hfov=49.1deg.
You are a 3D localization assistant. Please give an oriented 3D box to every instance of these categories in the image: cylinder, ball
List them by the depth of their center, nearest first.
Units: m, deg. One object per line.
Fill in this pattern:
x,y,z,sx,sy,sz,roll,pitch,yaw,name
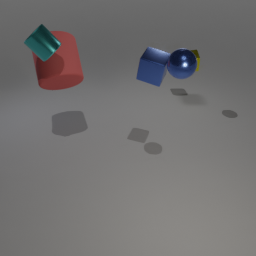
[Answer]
1.257,-1.490,6.531,0.700,0.700,0.700,0,31,0,ball
-2.261,-2.257,7.442,0.700,0.700,0.700,-35,27,21,cylinder
-2.218,-2.076,8.816,1.400,1.400,1.400,-13,-7,-2,cylinder

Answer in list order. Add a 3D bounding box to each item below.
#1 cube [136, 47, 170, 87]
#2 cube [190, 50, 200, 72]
0.709,-1.694,7.741,0.700,0.700,0.700,20,46,9,cube
2.808,-3.009,12.611,0.700,0.700,0.700,-5,50,4,cube
